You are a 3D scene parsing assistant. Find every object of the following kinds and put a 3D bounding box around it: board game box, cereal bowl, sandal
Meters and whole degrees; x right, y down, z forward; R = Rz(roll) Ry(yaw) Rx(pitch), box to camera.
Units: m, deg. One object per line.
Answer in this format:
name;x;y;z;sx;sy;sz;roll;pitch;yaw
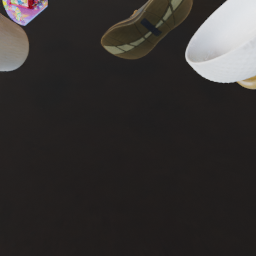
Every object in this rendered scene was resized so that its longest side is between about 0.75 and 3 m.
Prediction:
board game box;-2.899;-3.544;7.647;1.374;1.086;0.268;-29;10;20
cereal bowl;1.177;-0.880;2.630;1.241;0.517;1.241;-39;22;19
sandal;0.407;-2.492;6.600;1.075;2.631;0.718;34;52;-23

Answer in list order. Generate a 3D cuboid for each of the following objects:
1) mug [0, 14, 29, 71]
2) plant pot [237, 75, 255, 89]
mug;-2.440;-1.577;4.837;1.427;1.143;1.172;45;16;11
plant pot;2.686;-1.564;5.955;0.199;1.451;1.451;-3;37;-29
